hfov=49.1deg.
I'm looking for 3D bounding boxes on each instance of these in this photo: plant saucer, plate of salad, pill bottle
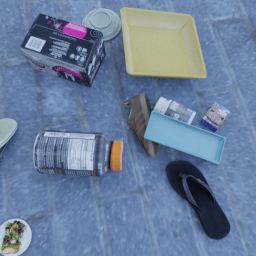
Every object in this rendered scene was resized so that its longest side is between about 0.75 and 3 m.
[{"bbox_3d":[1.140,-2.870,10.004,2.845,0.689,2.845,1,66,-14],"label":"plant saucer"},{"bbox_3d":[-1.033,-4.109,10.876,1.551,0.389,1.551,0,70,-1],"label":"plant saucer"},{"bbox_3d":[-3.423,3.252,8.322,1.068,0.256,1.068,0,70,1],"label":"plate of salad"},{"bbox_3d":[-1.435,0.789,8.615,2.569,1.365,1.365,4,70,1],"label":"pill bottle"},{"bbox_3d":[1.797,0.320,8.832,2.603,0.247,0.910,20,79,-10],"label":"plant saucer"},{"bbox_3d":[1.539,-0.494,9.402,1.277,0.726,0.726,28,73,10],"label":"pill bottle"}]

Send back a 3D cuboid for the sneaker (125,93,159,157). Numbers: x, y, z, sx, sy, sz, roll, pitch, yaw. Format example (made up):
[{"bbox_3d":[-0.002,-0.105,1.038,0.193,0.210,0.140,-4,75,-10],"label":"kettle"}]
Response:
[{"bbox_3d":[0.445,-0.041,9.361,0.834,0.778,2.208,-16,71,21],"label":"sneaker"}]

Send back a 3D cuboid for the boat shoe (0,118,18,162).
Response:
[{"bbox_3d":[-4.490,0.788,8.918,1.007,0.840,2.699,18,56,13],"label":"boat shoe"}]

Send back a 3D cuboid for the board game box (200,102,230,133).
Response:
[{"bbox_3d":[2.962,-0.367,9.538,0.633,0.385,0.794,37,75,12],"label":"board game box"}]

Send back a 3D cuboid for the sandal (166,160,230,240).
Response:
[{"bbox_3d":[2.205,2.067,8.568,1.024,0.576,2.692,-33,74,-11],"label":"sandal"}]

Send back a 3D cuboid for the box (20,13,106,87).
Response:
[{"bbox_3d":[-2.193,-2.676,9.841,2.400,1.377,1.586,19,73,8],"label":"box"}]
